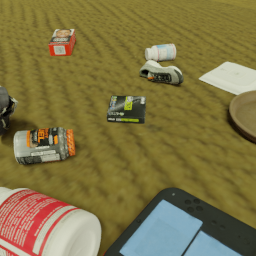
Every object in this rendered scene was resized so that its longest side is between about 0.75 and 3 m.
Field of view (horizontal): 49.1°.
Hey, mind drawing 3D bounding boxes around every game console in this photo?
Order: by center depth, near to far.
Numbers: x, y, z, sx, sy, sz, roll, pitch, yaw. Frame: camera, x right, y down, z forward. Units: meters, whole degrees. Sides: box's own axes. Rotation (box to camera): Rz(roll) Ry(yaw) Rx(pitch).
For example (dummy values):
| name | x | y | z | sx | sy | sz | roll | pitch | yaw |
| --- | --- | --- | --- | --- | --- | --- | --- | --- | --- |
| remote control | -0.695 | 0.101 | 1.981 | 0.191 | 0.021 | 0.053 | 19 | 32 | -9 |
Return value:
| name | x | y | z | sx | sy | sz | roll | pitch | yaw |
| --- | --- | --- | --- | --- | --- | --- | --- | --- | --- |
| game console | 0.991 | 2.253 | 5.052 | 2.200 | 0.386 | 2.488 | 21 | 42 | 34 |

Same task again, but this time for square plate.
| name | x | y | z | sx | sy | sz | roll | pitch | yaw |
| --- | --- | --- | --- | --- | --- | --- | --- | --- | --- |
| square plate | 4.140 | -1.970 | 10.781 | 2.037 | 0.290 | 2.018 | -31 | 48 | -34 |

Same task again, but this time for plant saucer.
| name | x | y | z | sx | sy | sz | roll | pitch | yaw |
| --- | --- | --- | --- | --- | --- | --- | --- | --- | --- |
| plant saucer | 4.576 | -0.252 | 8.469 | 2.983 | 0.439 | 2.983 | -1 | 39 | 0 |

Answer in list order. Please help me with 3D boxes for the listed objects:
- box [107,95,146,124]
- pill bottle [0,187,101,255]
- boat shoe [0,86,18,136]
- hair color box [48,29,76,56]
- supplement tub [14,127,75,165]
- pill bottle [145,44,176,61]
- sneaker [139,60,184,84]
| name | x | y | z | sx | sy | sz | roll | pitch | yaw |
| --- | --- | --- | --- | --- | --- | --- | --- | --- | --- |
| box | -0.020 | -0.622 | 9.052 | 1.194 | 0.294 | 1.236 | 1 | 38 | 6 |
| pill bottle | -1.697 | 1.820 | 5.037 | 2.213 | 1.242 | 1.242 | 12 | 39 | 28 |
| boat shoe | -3.229 | -0.398 | 7.151 | 0.889 | 2.834 | 1.030 | -17 | 85 | -15 |
| hair color box | -3.062 | -4.051 | 13.182 | 0.964 | 0.582 | 1.900 | -2 | 38 | -1 |
| supplement tub | -2.112 | 0.443 | 7.220 | 1.421 | 0.870 | 0.870 | -6 | 39 | -9 |
| pill bottle | 1.395 | -3.231 | 12.076 | 1.223 | 0.665 | 0.665 | -9 | 39 | -10 |
| sneaker | 1.251 | -1.976 | 10.551 | 1.904 | 0.704 | 0.755 | 25 | 53 | 37 |
